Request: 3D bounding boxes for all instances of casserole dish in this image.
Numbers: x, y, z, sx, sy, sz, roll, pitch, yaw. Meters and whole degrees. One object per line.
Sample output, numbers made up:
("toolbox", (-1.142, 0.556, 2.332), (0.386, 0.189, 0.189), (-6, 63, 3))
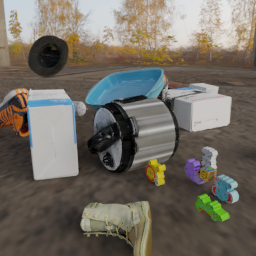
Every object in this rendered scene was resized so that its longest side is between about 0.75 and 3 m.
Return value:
("casserole dish", (-0.075, -1.174, 9.219), (2.998, 0.582, 1.816), (2, 46, 40))

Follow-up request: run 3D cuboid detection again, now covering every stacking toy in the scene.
("stacking toy", (1.604, 1.053, 5.507), (1.652, 0.515, 2.190), (-10, 21, -27))

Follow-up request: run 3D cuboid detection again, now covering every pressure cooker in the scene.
("pressure cooker", (0.022, 0.164, 6.420), (1.882, 1.655, 1.681), (-10, 35, -28))

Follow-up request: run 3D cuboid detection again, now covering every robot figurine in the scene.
("robot figurine", (-2.223, -0.798, 11.613), (1.090, 0.615, 0.924), (4, 20, 13))

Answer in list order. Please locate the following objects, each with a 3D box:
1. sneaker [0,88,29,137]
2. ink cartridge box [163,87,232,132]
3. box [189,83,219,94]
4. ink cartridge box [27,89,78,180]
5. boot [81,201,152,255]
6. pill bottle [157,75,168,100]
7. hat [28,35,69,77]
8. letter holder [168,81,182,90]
("sneaker", (-3.754, -0.216, 9.204), (0.899, 1.298, 2.317), (-17, -11, -43))
("ink cartridge box", (2.338, -0.794, 10.682), (1.834, 1.068, 2.537), (-11, 20, -25))
("box", (3.726, -1.689, 13.991), (1.070, 0.921, 1.076), (-10, 23, -39))
("ink cartridge box", (-1.969, -0.065, 7.138), (0.977, 1.671, 2.881), (-5, 17, -17))
("boot", (-0.176, 1.445, 4.037), (1.032, 0.481, 1.335), (1, 10, 1))
("pill bottle", (1.116, -1.466, 9.800), (0.563, 0.563, 1.060), (2, -24, 8))
("hat", (-2.476, -2.202, 8.943), (1.415, 1.415, 0.571), (1, -14, 3))
("letter holder", (2.321, -1.645, 13.867), (1.450, 1.026, 2.041), (9, 18, 24))
